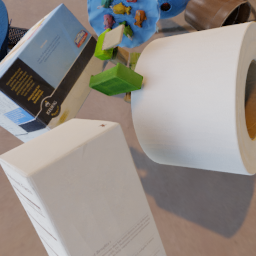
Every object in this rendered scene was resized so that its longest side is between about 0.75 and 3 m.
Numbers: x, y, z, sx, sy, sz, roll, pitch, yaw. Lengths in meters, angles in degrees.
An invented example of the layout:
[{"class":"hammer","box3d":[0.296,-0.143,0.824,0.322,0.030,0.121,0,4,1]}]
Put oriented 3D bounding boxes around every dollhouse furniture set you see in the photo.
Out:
[{"class":"dollhouse furniture set","box3d":[0.277,-1.061,5.394,1.765,0.886,1.156,22,71,-37]}]

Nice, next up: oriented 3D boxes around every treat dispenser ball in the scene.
[{"class":"treat dispenser ball","box3d":[1.079,-4.234,8.337,1.856,1.856,1.856,0,56,0]}]

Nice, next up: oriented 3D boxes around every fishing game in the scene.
[{"class":"fishing game","box3d":[-0.140,-2.871,7.186,1.976,2.759,0.429,14,44,3]}]

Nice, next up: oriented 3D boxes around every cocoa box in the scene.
[{"class":"cocoa box","box3d":[-1.637,-0.983,5.444,1.457,1.434,2.185,-9,46,45]}]

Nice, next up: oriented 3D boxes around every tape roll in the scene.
[{"class":"tape roll","box3d":[1.577,-0.529,5.575,1.883,2.743,2.743,1,50,37]}]

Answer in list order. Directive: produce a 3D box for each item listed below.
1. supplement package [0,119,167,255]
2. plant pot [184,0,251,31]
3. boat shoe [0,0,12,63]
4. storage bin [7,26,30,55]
[{"class":"supplement package","box3d":[-0.629,1.200,4.181,1.375,2.353,1.380,-30,22,-31]},{"class":"plant pot","box3d":[2.368,-3.065,7.720,1.358,1.358,1.344,-34,60,-21]},{"class":"boat shoe","box3d":[-3.199,-1.847,6.408,0.899,0.734,2.137,11,93,-16]},{"class":"storage bin","box3d":[-3.667,-2.426,8.332,1.583,0.742,1.070,11,52,3]}]
